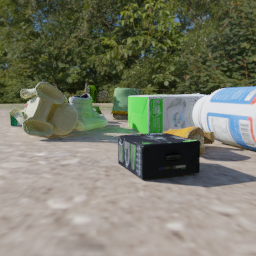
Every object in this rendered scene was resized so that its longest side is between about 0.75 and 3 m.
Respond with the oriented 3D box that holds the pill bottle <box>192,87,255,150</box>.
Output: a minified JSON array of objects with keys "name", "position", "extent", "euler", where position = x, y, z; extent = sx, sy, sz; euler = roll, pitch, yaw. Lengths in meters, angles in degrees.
[{"name":"pill bottle","position":[2.770,-0.284,6.936],"extent":[1.467,1.467,2.614],"euler":[-2,8,-19]}]

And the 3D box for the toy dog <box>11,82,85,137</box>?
[{"name":"toy dog","position":[-2.636,-0.547,9.237],"extent":[2.188,1.575,2.257],"euler":[12,-1,-33]}]

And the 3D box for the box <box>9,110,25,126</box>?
[{"name":"box","position":[-3.973,-0.549,12.889],"extent":[1.696,0.699,2.890],"euler":[0,9,4]}]

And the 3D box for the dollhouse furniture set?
[{"name":"dollhouse furniture set","position":[-0.737,-1.309,13.530],"extent":[2.691,1.763,1.350],"euler":[3,-14,7]}]

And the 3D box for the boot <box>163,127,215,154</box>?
[{"name":"boot","position":[1.205,0.278,6.479],"extent":[1.196,0.588,1.671],"euler":[-2,0,33]}]

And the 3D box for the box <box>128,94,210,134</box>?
[{"name":"box","position":[1.466,-0.585,10.169],"extent":[2.421,1.326,2.743],"euler":[-2,7,-14]}]

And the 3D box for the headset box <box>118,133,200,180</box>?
[{"name":"headset box","position":[0.493,0.435,4.700],"extent":[1.028,0.548,1.180],"euler":[-2,7,-19]}]

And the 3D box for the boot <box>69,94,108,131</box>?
[{"name":"boot","position":[-1.503,-0.688,11.080],"extent":[1.028,1.335,2.794],"euler":[1,7,12]}]
